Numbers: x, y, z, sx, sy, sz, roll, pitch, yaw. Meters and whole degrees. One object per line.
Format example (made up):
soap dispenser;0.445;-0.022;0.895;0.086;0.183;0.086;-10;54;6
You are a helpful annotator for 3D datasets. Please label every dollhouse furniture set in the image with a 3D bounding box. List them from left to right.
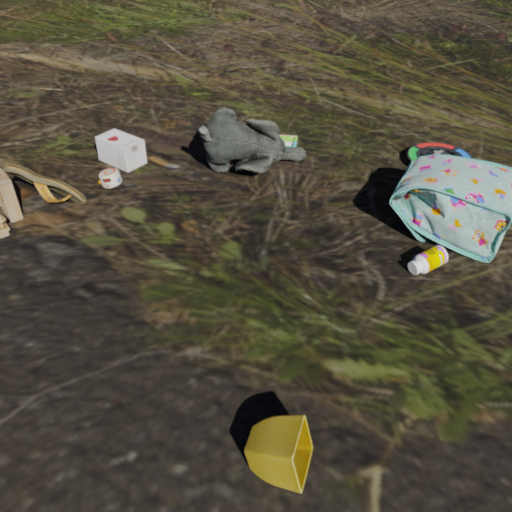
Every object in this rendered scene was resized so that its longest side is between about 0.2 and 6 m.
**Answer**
dollhouse furniture set;-6.450;-1.060;12.275;2.178;1.063;1.857;-23;41;-27

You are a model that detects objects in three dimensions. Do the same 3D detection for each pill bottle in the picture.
pill bottle;3.435;0.106;11.246;0.777;0.405;0.405;-24;43;-20

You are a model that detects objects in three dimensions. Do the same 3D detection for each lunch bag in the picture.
lunch bag;4.281;-1.230;12.171;2.477;1.510;2.110;22;43;18

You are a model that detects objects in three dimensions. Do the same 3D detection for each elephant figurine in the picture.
elephant figurine;-0.012;-2.841;14.185;2.411;1.706;1.870;13;51;9

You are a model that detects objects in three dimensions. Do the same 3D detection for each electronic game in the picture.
electronic game;4.881;-2.597;14.927;1.730;0.360;1.730;0;37;0

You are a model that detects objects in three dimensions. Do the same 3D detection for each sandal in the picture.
sandal;-4.905;-1.549;12.953;1.960;0.529;0.787;22;-11;-17

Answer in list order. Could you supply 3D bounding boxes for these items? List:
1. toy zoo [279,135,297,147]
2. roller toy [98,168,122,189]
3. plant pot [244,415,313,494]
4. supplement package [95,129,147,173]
toy zoo;0.650;-3.046;15.701;0.903;0.141;1.376;5;37;8
roller toy;-3.647;-1.926;14.008;0.558;0.390;0.509;-30;38;-23
plant pot;0.279;2.660;7.641;0.767;0.745;0.750;-1;35;20
supplement package;-3.605;-2.824;14.940;1.184;0.709;0.718;24;43;29
